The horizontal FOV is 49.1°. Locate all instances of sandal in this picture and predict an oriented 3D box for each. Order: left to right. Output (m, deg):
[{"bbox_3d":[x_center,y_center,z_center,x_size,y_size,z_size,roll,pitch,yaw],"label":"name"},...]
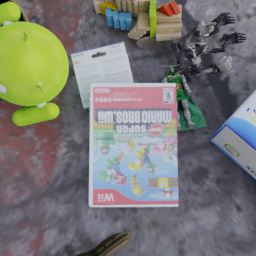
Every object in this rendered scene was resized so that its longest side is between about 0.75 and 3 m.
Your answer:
[{"bbox_3d":[-0.774,2.966,6.024,1.989,0.813,0.543,-28,94,-17],"label":"sandal"}]

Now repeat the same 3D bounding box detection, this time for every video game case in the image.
[{"bbox_3d":[0.126,0.379,6.732,2.108,0.257,2.948,0,84,-1],"label":"video game case"}]

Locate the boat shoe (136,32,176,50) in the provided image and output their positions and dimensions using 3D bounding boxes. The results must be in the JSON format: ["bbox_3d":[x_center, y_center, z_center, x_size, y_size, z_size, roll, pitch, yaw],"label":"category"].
[{"bbox_3d":[0.797,-2.597,8.102,1.195,0.445,0.438,-10,54,-5],"label":"boat shoe"}]

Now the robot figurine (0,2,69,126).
[{"bbox_3d":[-2.357,-1.383,6.299,1.694,2.928,2.569,-24,109,-24],"label":"robot figurine"}]

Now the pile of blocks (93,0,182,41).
[{"bbox_3d":[0.154,-3.286,7.753,2.975,0.925,1.221,22,64,18],"label":"pile of blocks"}]

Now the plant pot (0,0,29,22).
[{"bbox_3d":[-4.091,-3.443,7.404,2.545,2.545,2.519,-16,64,-6],"label":"plant pot"}]

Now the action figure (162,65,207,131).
[{"bbox_3d":[1.313,-0.849,7.425,1.114,0.516,1.886,-9,67,0],"label":"action figure"}]

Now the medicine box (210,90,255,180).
[{"bbox_3d":[3.837,0.043,6.617,2.424,1.370,2.662,43,76,14],"label":"medicine box"}]

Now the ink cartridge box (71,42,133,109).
[{"bbox_3d":[-0.627,-1.368,7.359,1.435,0.317,1.462,-13,95,0],"label":"ink cartridge box"}]

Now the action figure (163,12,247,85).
[{"bbox_3d":[2.063,-2.124,7.396,2.406,1.228,1.430,-41,110,-19],"label":"action figure"}]
